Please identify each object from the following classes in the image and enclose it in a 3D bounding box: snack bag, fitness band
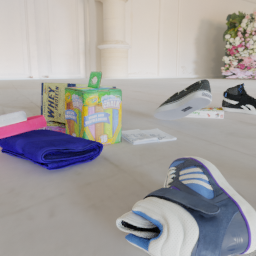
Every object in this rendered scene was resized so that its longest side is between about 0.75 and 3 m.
[{"bbox_3d":[0.511,0.192,7.577,1.308,0.140,1.233,-4,13,-20],"label":"snack bag"},{"bbox_3d":[-3.008,0.108,6.088,2.453,0.459,1.762,-16,2,-32],"label":"fitness band"}]

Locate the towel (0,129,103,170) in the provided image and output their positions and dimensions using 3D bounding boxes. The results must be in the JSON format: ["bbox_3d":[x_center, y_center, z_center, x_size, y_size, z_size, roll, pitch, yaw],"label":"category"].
[{"bbox_3d":[-1.700,0.421,5.935,2.002,0.496,1.478,11,10,42],"label":"towel"}]

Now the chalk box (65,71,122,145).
[{"bbox_3d":[-0.876,-0.511,6.985,1.088,1.758,1.094,-9,15,-34],"label":"chalk box"}]

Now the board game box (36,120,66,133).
[{"bbox_3d":[-2.096,-0.021,8.442,1.385,0.224,0.832,7,10,28],"label":"board game box"}]

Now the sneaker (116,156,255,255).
[{"bbox_3d":[0.465,0.835,3.285,1.326,0.730,1.811,1,17,-16],"label":"sneaker"}]

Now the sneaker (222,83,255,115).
[{"bbox_3d":[4.915,-1.208,11.391,2.159,1.208,0.789,8,16,32],"label":"sneaker"}]

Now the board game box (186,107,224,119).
[{"bbox_3d":[2.809,-0.623,10.862,1.688,0.292,1.065,3,14,13],"label":"board game box"}]

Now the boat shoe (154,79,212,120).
[{"bbox_3d":[1.760,-0.849,9.133,0.835,0.689,2.434,20,-24,-28],"label":"boat shoe"}]

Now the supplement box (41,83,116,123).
[{"bbox_3d":[-1.653,-0.842,9.250,1.792,1.204,1.794,-4,10,-45],"label":"supplement box"}]
